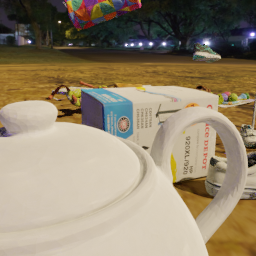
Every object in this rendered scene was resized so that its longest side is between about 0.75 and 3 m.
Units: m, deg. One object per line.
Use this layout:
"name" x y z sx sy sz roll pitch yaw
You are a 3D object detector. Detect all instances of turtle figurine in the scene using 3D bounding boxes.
"turtle figurine" -1.162 -0.961 9.847 2.407 0.961 2.984 13 16 21
"turtle figurine" 3.129 -1.305 11.536 2.132 0.687 1.719 -5 17 -18

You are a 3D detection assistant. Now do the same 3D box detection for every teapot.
"teapot" -0.538 0.749 2.021 2.581 1.910 2.615 6 16 21

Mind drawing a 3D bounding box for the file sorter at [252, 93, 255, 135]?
"file sorter" 3.943 -0.143 6.176 1.543 1.385 2.224 -1 16 -2

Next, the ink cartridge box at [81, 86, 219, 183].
"ink cartridge box" 0.330 0.080 5.100 2.062 1.518 1.491 -6 17 -22

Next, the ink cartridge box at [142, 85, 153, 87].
"ink cartridge box" 0.378 -1.764 13.523 1.649 0.489 0.856 -2 16 -8

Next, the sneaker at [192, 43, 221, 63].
"sneaker" 1.839 -1.767 6.499 0.872 0.398 0.338 0 -8 -38

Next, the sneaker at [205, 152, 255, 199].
"sneaker" 2.176 0.722 4.396 1.882 0.666 0.687 -1 16 -5

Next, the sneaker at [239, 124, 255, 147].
"sneaker" 2.936 0.161 6.847 0.374 0.432 0.998 1 17 0

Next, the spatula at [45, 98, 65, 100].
"spatula" -3.318 -1.318 12.670 1.018 0.105 0.288 6 15 21

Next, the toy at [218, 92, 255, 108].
"toy" 4.352 -1.283 11.877 1.999 0.472 1.151 -8 17 -27

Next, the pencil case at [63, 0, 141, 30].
"pencil case" -0.691 -3.391 7.609 2.059 0.910 0.910 -14 14 8

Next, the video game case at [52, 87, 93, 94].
"video game case" -2.910 -1.974 14.831 1.488 0.187 1.635 8 18 26

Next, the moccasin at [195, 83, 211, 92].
"moccasin" 3.369 -1.707 12.959 0.652 0.688 1.782 14 21 40

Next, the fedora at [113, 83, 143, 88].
"fedora" -0.016 -1.263 10.925 2.334 0.952 2.334 0 16 0
